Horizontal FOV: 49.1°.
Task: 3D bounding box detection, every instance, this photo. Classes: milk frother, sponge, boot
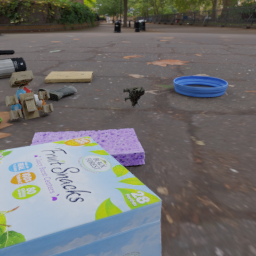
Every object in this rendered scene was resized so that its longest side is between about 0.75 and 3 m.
[{"bbox_3d":[-6.554,-3.264,15.139,1.531,1.469,1.628,-18,-14,-37],"label":"milk frother"},{"bbox_3d":[-1.001,0.490,6.799,2.611,0.389,1.456,-3,23,-7],"label":"sponge"},{"bbox_3d":[-2.880,-1.513,11.516,1.114,0.445,1.225,22,35,13],"label":"boot"}]

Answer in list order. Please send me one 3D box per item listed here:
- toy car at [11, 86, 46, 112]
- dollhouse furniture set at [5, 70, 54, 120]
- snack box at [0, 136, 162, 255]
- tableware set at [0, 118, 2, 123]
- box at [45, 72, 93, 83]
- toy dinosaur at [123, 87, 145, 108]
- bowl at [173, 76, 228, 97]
[{"bbox_3d":[-3.432,-0.867,9.786,1.064,0.941,0.981,21,6,-23],"label":"toy car"},{"bbox_3d":[-3.381,-1.017,9.291,1.301,1.484,0.986,-15,1,-29],"label":"dollhouse furniture set"},{"bbox_3d":[-1.261,1.105,4.253,2.452,0.984,2.907,-9,19,-23],"label":"snack box"},{"bbox_3d":[-5.048,-0.319,8.796,2.264,0.347,1.525,18,29,38],"label":"tableware set"},{"bbox_3d":[-2.990,-2.664,14.524,2.256,0.240,1.844,-2,23,-3],"label":"box"},{"bbox_3d":[0.269,-1.183,9.371,0.688,1.345,0.518,-5,68,-25],"label":"toy dinosaur"},{"bbox_3d":[3.139,-1.827,12.251,2.303,0.452,2.303,0,22,0],"label":"bowl"}]
